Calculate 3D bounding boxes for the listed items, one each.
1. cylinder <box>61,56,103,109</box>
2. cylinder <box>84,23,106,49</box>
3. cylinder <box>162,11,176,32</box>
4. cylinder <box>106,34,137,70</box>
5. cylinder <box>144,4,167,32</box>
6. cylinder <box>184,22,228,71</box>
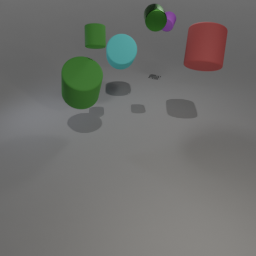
[{"bbox_3d":[-1.673,-1.589,10.060,1.400,1.400,1.400,5,65,-11],"label":"cylinder"},{"bbox_3d":[-1.103,-3.081,9.433,0.700,0.700,0.700,-1,5,0],"label":"cylinder"},{"bbox_3d":[1.952,-5.217,13.724,0.700,0.700,0.700,10,52,17],"label":"cylinder"},{"bbox_3d":[-0.329,-3.585,13.315,1.400,1.400,1.400,-2,3,-4],"label":"cylinder"},{"bbox_3d":[0.882,-3.601,9.130,0.700,0.700,0.700,-1,38,-1],"label":"cylinder"},{"bbox_3d":[2.834,-2.935,10.279,1.400,1.400,1.400,8,-1,0],"label":"cylinder"}]
